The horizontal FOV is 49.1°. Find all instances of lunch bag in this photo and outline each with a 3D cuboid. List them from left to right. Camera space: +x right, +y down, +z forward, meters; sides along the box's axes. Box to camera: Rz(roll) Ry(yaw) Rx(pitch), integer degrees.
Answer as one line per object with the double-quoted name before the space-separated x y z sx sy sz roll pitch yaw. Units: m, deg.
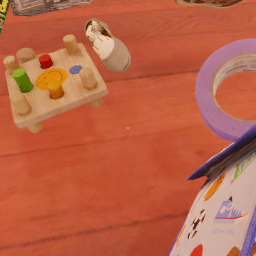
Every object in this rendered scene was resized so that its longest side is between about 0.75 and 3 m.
"lunch bag" 1.561 0.968 3.066 1.736 2.383 2.803 30 65 7

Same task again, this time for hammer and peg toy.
"hammer and peg toy" -1.354 -1.035 4.954 1.582 0.758 2.150 -22 50 -7

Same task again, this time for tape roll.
"tape roll" 2.046 -0.588 4.789 1.698 0.722 1.698 -4 76 19

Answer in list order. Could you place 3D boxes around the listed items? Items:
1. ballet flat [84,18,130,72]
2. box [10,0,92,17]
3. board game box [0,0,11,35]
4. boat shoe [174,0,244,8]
"ballet flat" -0.457 -1.494 4.984 0.496 0.525 1.557 20 28 -37
"box" -1.999 -3.839 6.603 2.528 1.993 0.629 8 19 39
"board game box" -2.734 -2.148 5.848 0.238 2.028 1.063 18 62 -28
"boat shoe" 2.408 -3.481 6.861 2.758 0.995 0.993 -14 25 -28
